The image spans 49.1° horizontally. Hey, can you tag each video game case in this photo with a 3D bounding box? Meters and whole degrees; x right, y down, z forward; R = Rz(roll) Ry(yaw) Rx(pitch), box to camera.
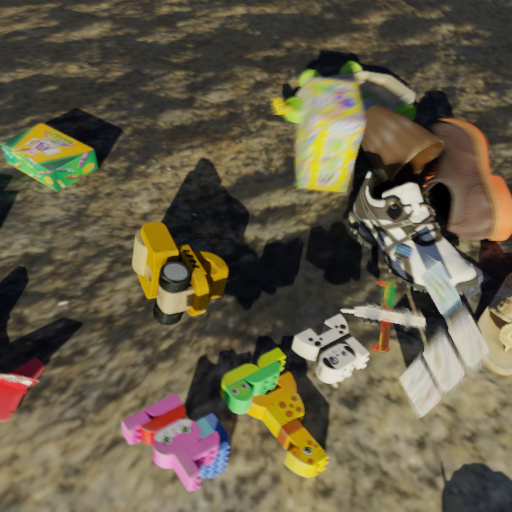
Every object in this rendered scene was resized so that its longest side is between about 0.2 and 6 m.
[{"bbox_3d":[3.258,0.246,9.684,0.951,0.126,1.332,-25,49,-25],"label":"video game case"}]

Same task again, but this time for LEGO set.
[{"bbox_3d":[0.168,2.109,6.891,3.253,1.241,1.335,-22,49,-31],"label":"LEGO set"},{"bbox_3d":[2.223,0.927,7.899,1.566,2.096,0.514,-35,10,-23],"label":"LEGO set"}]

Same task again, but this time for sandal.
[{"bbox_3d":[3.981,0.784,8.638,0.805,0.722,2.195,22,47,22],"label":"sandal"}]

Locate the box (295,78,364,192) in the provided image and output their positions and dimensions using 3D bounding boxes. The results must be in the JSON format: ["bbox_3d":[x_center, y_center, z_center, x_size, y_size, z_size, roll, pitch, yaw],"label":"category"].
[{"bbox_3d":[1.447,-2.491,11.499,1.035,1.634,1.697,6,43,-3],"label":"box"}]

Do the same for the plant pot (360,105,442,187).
[{"bbox_3d":[2.694,-2.296,11.246,1.360,1.360,1.455,-30,70,-29],"label":"plant pot"}]

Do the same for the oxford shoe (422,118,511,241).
[{"bbox_3d":[3.829,-1.639,10.978,1.234,1.211,3.402,-4,43,-1],"label":"oxford shoe"}]

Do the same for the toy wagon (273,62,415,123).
[{"bbox_3d":[2.040,-3.734,13.651,3.470,0.687,2.693,-16,44,-16],"label":"toy wagon"}]

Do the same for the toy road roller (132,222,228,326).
[{"bbox_3d":[-1.206,0.241,9.078,1.210,1.019,1.658,-11,47,-29],"label":"toy road roller"}]

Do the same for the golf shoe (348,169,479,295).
[{"bbox_3d":[2.571,-0.450,9.389,1.111,1.350,2.856,-18,41,-26],"label":"golf shoe"}]

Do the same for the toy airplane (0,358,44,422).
[{"bbox_3d":[-4.087,1.617,7.936,2.376,0.437,2.376,1,40,-1],"label":"toy airplane"}]

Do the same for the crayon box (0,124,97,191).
[{"bbox_3d":[-4.426,-2.138,11.989,1.814,0.529,1.078,27,49,27],"label":"crayon box"}]
